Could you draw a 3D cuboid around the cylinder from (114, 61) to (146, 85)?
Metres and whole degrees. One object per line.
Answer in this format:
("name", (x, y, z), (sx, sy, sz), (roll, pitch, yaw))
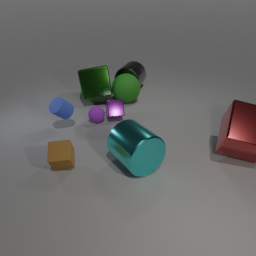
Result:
("cylinder", (0.136, -2.755, 15.140), (1.400, 1.400, 1.400), (9, 30, 16))

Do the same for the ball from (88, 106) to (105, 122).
("ball", (-1.340, -0.586, 11.913), (0.700, 0.700, 0.700), (0, 29, 0))

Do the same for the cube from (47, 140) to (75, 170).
("cube", (-2.127, 0.861, 8.961), (0.700, 0.700, 0.700), (-6, 61, -1))

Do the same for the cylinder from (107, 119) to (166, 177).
("cylinder", (0.254, 0.613, 8.982), (1.400, 1.400, 1.400), (-17, 33, -28))

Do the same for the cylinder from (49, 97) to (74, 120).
("cylinder", (-2.626, -0.774, 11.079), (0.700, 0.700, 0.700), (24, -5, 37))

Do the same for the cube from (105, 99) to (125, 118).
("cube", (-0.577, -0.836, 12.140), (0.700, 0.700, 0.700), (-6, 1, -11))

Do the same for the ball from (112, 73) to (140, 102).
("ball", (-0.098, -1.954, 13.694), (1.400, 1.400, 1.400), (0, 29, 0))

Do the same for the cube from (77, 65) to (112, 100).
("cube", (-1.581, -2.240, 13.644), (1.400, 1.400, 1.400), (-11, 14, -3))

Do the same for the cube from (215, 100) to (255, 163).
("cube", (3.820, 0.138, 9.117), (1.400, 1.400, 1.400), (15, 69, 8))
